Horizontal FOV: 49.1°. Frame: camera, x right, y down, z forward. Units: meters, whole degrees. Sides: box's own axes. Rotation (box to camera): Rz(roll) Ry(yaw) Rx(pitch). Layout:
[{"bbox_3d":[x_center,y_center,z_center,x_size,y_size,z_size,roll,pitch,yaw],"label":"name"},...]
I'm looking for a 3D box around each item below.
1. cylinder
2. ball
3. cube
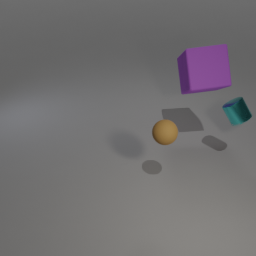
[{"bbox_3d":[3.525,-0.540,9.058,0.700,0.700,0.700,-31,8,5],"label":"cylinder"},{"bbox_3d":[1.004,0.118,7.616,0.700,0.700,0.700,0,31,0],"label":"ball"},{"bbox_3d":[2.628,-2.008,9.852,1.400,1.400,1.400,-7,2,-2],"label":"cube"}]
